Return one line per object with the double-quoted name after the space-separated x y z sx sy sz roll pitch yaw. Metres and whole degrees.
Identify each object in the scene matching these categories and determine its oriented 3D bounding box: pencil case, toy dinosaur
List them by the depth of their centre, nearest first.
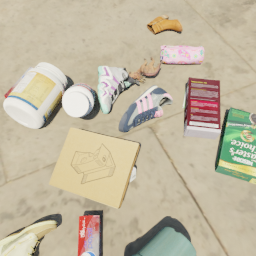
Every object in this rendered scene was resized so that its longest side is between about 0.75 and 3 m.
0.878 -2.482 12.285 1.565 0.672 1.061 -4 55 32 "toy dinosaur"
2.478 -3.411 12.963 2.013 0.880 0.880 3 58 1 "pencil case"

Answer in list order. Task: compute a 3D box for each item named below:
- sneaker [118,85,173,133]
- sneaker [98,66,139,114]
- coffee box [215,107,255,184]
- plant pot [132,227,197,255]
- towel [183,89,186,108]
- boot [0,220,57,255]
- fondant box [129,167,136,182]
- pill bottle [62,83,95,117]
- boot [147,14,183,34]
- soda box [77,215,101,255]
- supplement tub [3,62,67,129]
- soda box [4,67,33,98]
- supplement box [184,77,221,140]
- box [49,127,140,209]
0.754 -0.662 11.147 1.100 0.941 2.682 33 64 23 "sneaker"
-0.376 -1.723 11.804 1.753 0.974 2.506 -4 58 -1 "sneaker"
4.382 0.611 10.527 1.700 0.608 2.765 18 59 11 "coffee box"
0.983 3.861 7.940 1.711 1.711 1.676 39 58 22 "plant pot"
3.107 -1.137 11.920 1.472 0.172 1.123 12 60 5 "towel"
-2.907 3.799 8.450 1.953 0.704 1.511 -24 60 -8 "boot"
-0.166 1.330 9.976 0.314 0.777 1.076 -36 64 -20 "fondant box"
-1.870 -1.050 10.705 1.185 1.185 1.981 -5 15 -3 "pill bottle"
1.858 -5.140 14.189 1.263 0.624 1.626 -33 63 -20 "boot"
-1.188 3.714 8.548 0.679 0.615 1.938 -1 57 -2 "soda box"
-3.589 -1.303 11.130 1.665 1.665 2.301 20 60 12 "supplement tub"
-4.411 -1.749 12.014 0.587 0.648 1.852 21 60 13 "soda box"
2.967 -0.816 11.218 1.308 0.732 2.403 7 65 4 "supplement box"
-1.178 1.276 9.679 2.734 0.291 2.234 13 75 21 "box"
